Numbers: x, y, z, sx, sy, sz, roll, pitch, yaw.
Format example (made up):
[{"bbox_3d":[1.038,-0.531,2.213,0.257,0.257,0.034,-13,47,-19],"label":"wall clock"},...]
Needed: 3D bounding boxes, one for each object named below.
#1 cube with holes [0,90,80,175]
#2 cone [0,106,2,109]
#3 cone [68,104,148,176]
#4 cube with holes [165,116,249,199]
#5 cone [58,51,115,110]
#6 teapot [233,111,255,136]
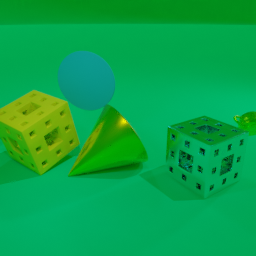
[{"bbox_3d":[-2.172,0.061,6.697,1.269,1.269,1.269,20,45,33],"label":"cube with holes"},{"bbox_3d":[-4.298,0.027,7.925,1.409,1.409,1.414,13,51,28],"label":"cone"},{"bbox_3d":[-0.697,0.599,6.499,1.670,1.664,1.664,-36,34,-13],"label":"cone"},{"bbox_3d":[1.663,0.558,6.091,1.179,1.179,1.179,-15,27,-32],"label":"cube with holes"},{"bbox_3d":[-0.845,-1.417,7.381,1.473,1.473,1.478,5,27,13],"label":"cone"},{"bbox_3d":[3.071,-0.139,6.927,1.077,0.669,0.527,8,53,-17],"label":"teapot"}]
